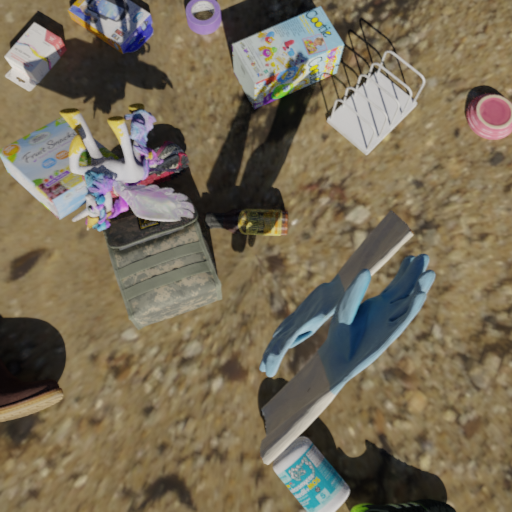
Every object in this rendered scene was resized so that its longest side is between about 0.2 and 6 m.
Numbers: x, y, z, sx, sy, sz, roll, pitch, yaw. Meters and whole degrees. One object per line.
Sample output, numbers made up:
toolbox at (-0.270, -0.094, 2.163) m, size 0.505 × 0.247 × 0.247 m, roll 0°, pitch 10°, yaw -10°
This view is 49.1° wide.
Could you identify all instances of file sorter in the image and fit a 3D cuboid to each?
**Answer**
file sorter at (2.435, -3.137, 11.375) m, size 1.124 × 1.008 × 1.619 m, roll 43°, pitch 80°, yaw 11°

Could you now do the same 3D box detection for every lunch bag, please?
lunch bag at (-1.761, 0.008, 10.411) m, size 1.761 × 1.262 × 2.147 m, roll -19°, pitch 72°, yaw -8°

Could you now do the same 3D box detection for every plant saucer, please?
plant saucer at (4.953, -2.955, 11.707) m, size 1.047 × 0.265 × 1.047 m, roll 0°, pitch 76°, yaw 0°

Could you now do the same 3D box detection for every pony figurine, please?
pony figurine at (-2.015, -1.316, 8.726) m, size 1.895 × 1.963 × 1.635 m, roll -9°, pitch 38°, yaw -14°

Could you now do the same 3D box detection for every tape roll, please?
tape roll at (-1.153, -5.279, 12.297) m, size 0.756 × 0.321 × 0.756 m, roll 0°, pitch 75°, yaw -1°

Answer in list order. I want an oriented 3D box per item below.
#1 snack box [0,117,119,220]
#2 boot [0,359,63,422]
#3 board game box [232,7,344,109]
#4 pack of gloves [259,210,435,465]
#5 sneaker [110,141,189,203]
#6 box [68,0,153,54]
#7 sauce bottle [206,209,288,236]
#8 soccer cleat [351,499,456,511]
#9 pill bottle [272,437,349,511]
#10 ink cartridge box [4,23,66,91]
snack box at (-3.243, -1.514, 9.341) m, size 1.582 × 0.536 × 1.335 m, roll 37°, pitch 60°, yaw 24°
boot at (-5.000, 1.811, 10.027) m, size 2.865 × 1.036 × 2.383 m, roll -11°, pitch 77°, yaw 0°
board game box at (0.632, -4.076, 11.600) m, size 2.005 × 1.033 × 1.051 m, roll -25°, pitch 77°, yaw -6°
pack of gloves at (0.930, 0.803, 7.797) m, size 0.646 × 2.750 × 3.273 m, roll 37°, pitch 106°, yaw -15°
sneaker at (-2.226, -1.644, 11.191) m, size 1.768 × 0.713 × 0.660 m, roll -31°, pitch 61°, yaw -15°
box at (-3.117, -5.195, 12.264) m, size 1.728 × 0.358 × 1.029 m, roll 35°, pitch 78°, yaw 11°
sauce bottle at (-0.173, -0.658, 10.967) m, size 1.612 × 0.532 × 0.532 m, roll 0°, pitch 75°, yaw 1°
soccer cleat at (2.528, 4.484, 9.467) m, size 1.851 × 0.750 × 0.625 m, roll -1°, pitch 75°, yaw 0°
pill bottle at (0.844, 3.710, 9.640) m, size 0.816 × 0.816 × 1.473 m, roll -40°, pitch 78°, yaw -10°
ink cartridge box at (-4.780, -4.238, 11.962) m, size 0.742 × 0.430 × 1.273 m, roll 31°, pitch 77°, yaw 8°
